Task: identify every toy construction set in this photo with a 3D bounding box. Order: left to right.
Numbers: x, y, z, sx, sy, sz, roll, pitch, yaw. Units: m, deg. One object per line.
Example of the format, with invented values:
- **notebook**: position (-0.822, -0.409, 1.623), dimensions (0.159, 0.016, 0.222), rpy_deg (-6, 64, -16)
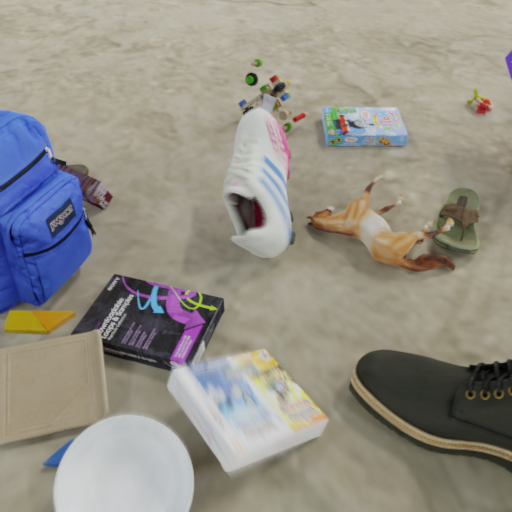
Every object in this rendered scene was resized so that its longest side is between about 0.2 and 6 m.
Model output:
- **toy construction set**: position (0.557, -3.785, 13.557), dimensions (1.660, 1.384, 1.275), rpy_deg (38, 38, 10)

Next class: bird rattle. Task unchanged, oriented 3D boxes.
- **bird rattle**: position (5.727, -3.870, 14.113), dimensions (0.642, 0.443, 0.787), rpy_deg (-3, 42, -28)

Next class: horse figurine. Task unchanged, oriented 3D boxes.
- **horse figurine**: position (2.326, -0.484, 10.018), dimensions (1.693, 0.638, 2.555), rpy_deg (-33, 56, -17)

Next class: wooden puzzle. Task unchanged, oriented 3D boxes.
- **wooden puzzle**: position (-2.822, 1.764, 7.693), dimensions (1.646, 0.285, 2.440), rpy_deg (-7, 52, -3)

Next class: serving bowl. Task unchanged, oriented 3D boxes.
- **serving bowl**: position (-1.484, 2.597, 6.397), dimensions (1.510, 0.497, 1.510), rpy_deg (2, 75, -9)

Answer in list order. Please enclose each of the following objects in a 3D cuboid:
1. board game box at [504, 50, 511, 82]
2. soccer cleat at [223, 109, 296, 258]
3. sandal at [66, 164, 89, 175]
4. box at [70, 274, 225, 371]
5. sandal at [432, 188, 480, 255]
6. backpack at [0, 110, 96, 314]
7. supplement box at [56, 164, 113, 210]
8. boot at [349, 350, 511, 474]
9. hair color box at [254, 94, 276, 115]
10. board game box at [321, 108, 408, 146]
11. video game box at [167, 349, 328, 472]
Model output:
- **board game box**: position (7.016, -2.747, 11.153), dimensions (4.033, 0.903, 2.711), rpy_deg (28, 42, -9)
- **soccer cleat**: position (-0.039, -1.430, 9.840), dimensions (1.286, 1.040, 2.978), rpy_deg (14, 60, -46)
- **sandal**: position (-4.523, -1.765, 11.549), dimensions (2.028, 0.553, 0.829), rpy_deg (3, 43, -4)
- **box**: position (-1.628, 1.007, 8.602), dimensions (1.950, 0.352, 1.394), rpy_deg (10, 42, 14)
- **sandal**: position (3.767, -0.759, 10.411), dimensions (0.830, 0.596, 2.090), rpy_deg (12, 43, 13)
- **backpack**: position (-3.985, -0.840, 8.741), dimensions (2.449, 2.918, 2.371), rpy_deg (10, 41, 11)
- **supplement box**: position (-3.480, -1.383, 10.928), dimensions (1.224, 0.666, 0.373), rpy_deg (24, 75, 17)
- **boot**: position (2.944, 1.373, 6.638), dimensions (3.475, 2.404, 1.346), rpy_deg (16, 44, 19)
- **hair color box**: position (0.100, -3.155, 12.773), dimensions (0.294, 0.968, 0.479), rpy_deg (20, 0, -20)
- **board game box**: position (2.520, -3.060, 13.214), dimensions (1.824, 0.334, 1.380), rpy_deg (1, 41, 0)
- **video game box**: position (-0.109, 1.892, 7.190), dimensions (1.585, 0.371, 1.444), rpy_deg (-5, 38, -41)
